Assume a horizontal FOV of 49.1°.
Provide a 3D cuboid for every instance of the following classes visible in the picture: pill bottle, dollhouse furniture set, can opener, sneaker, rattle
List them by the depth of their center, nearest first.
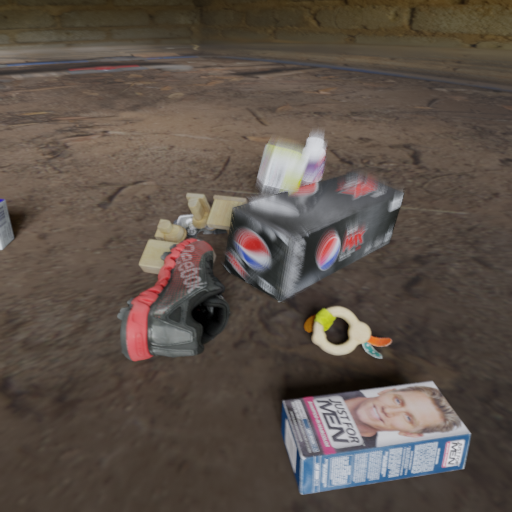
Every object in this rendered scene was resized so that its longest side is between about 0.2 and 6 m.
[{"bbox_3d":[1.260,1.153,7.905,1.064,0.760,0.692,13,58,-7],"label":"rattle"},{"bbox_3d":[-0.924,0.587,8.164,1.315,0.951,2.691,5,29,11],"label":"sneaker"},{"bbox_3d":[-0.994,-0.108,10.338,1.535,1.315,1.614,8,62,16],"label":"dollhouse furniture set"},{"bbox_3d":[-0.813,-0.729,11.411,1.719,0.458,0.575,-8,28,-18],"label":"can opener"},{"bbox_3d":[1.294,-2.190,12.769,0.515,0.925,0.515,3,35,-2],"label":"pill bottle"}]

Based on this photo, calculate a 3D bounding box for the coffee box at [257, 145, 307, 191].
[{"bbox_3d":[0.551,-1.879,11.977,0.781,0.772,0.780,11,17,-15],"label":"coffee box"}]

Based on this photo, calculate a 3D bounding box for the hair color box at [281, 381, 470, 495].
[{"bbox_3d":[1.223,1.895,5.968,1.770,0.536,0.885,-5,27,-10],"label":"hair color box"}]

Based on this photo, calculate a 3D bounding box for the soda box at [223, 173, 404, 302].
[{"bbox_3d":[1.101,-0.481,9.673,1.260,1.128,3.561,29,32,31],"label":"soda box"}]

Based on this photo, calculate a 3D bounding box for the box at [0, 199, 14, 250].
[{"bbox_3d":[-5.263,-0.624,10.699,0.961,0.883,0.504,3,28,6],"label":"box"}]
